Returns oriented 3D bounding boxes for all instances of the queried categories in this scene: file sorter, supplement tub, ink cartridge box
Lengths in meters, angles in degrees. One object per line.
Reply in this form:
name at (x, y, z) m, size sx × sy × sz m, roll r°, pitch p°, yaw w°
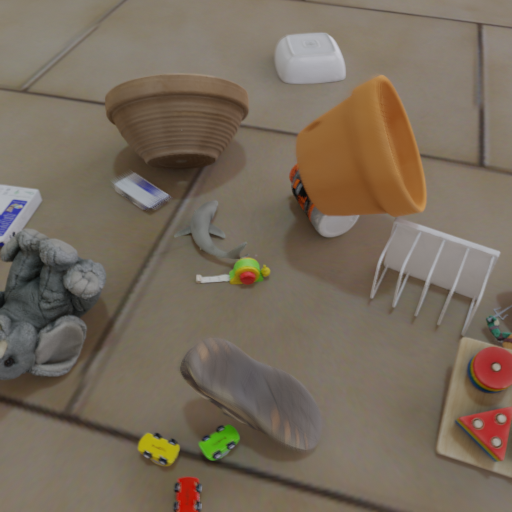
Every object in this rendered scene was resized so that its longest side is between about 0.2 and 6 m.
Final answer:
file sorter at (3.135, 0.401, 10.136) m, size 1.877 × 1.303 × 1.169 m, roll 22°, pitch 53°, yaw 19°
supplement tub at (1.390, -1.275, 11.829) m, size 1.007 × 1.007 × 1.643 m, roll -17°, pitch 52°, yaw -15°
ink cartridge box at (-2.546, -1.397, 12.514) m, size 1.220 × 0.239 × 0.607 m, roll 33°, pitch 53°, yaw 29°
ink cartridge box at (-5.403, -0.739, 11.820) m, size 0.945 × 0.373 × 1.901 m, roll 9°, pitch 46°, yaw 8°

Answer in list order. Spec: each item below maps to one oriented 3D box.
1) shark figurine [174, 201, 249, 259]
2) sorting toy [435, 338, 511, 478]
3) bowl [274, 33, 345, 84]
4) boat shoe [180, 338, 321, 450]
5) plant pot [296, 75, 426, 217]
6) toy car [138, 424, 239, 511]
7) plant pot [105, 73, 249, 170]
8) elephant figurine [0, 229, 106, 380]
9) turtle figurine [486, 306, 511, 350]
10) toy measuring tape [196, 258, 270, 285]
shark figurine at (-1.003, -0.529, 11.305) m, size 1.182 × 0.825 × 1.978 m, roll -21°, pitch 46°, yaw -14°
sorting toy at (3.849, 2.296, 8.353) m, size 1.849 × 0.647 × 1.860 m, roll 15°, pitch 71°, yaw 14°
bowl at (1.549, -5.853, 16.341) m, size 1.984 × 0.741 × 1.981 m, roll -5°, pitch 47°, yaw -3°
boat shoe at (-0.068, 2.066, 8.420) m, size 2.477 × 0.908 × 0.922 m, roll 40°, pitch 58°, yaw -16°
plant pot at (1.835, -1.737, 10.068) m, size 1.717 × 2.454 × 2.454 m, roll -16°, pitch 41°, yaw 27°
toy car at (-0.864, 3.031, 8.337) m, size 1.383 × 0.328 × 1.470 m, roll -27°, pitch 53°, yaw -23°
plant pot at (-1.720, -2.807, 12.545) m, size 3.181 × 3.181 × 1.468 m, roll -3°, pitch 88°, yaw -3°
elephant figurine at (-3.827, 1.150, 9.176) m, size 2.035 × 2.231 × 2.876 m, roll 4°, pitch 66°, yaw 52°
turtle figurine at (4.340, 1.454, 9.448) m, size 1.488 × 1.114 × 0.749 m, roll -43°, pitch 102°, yaw -19°
toy measuring tape at (-0.449, 0.293, 10.769) m, size 1.440 × 0.530 × 0.530 m, roll -2°, pitch 47°, yaw -2°
